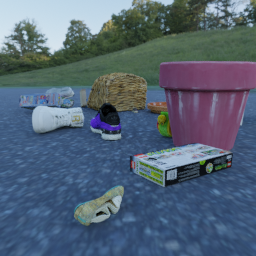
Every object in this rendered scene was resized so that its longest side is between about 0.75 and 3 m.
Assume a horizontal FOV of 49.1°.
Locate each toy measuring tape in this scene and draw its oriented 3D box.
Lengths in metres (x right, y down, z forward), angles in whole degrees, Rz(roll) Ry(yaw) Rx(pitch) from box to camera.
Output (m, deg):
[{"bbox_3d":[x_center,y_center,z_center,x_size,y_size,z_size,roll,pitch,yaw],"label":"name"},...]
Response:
[{"bbox_3d":[1.529,0.019,9.383,0.760,0.760,2.067,8,-9,36],"label":"toy measuring tape"}]

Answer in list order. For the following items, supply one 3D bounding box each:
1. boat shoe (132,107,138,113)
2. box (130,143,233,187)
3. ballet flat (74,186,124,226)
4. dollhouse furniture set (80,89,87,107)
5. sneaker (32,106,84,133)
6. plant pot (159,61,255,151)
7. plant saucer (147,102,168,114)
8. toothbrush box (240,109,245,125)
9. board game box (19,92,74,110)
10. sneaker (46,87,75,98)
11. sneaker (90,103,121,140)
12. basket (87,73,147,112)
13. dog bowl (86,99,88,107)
[{"bbox_3d":[0.379,-0.979,15.016,0.280,0.252,0.777,-1,11,-8],"label":"boat shoe"},{"bbox_3d":[1.151,0.705,5.929,1.985,0.345,1.092,-7,13,-34],"label":"box"},{"bbox_3d":[-0.320,1.119,3.994,0.350,0.350,0.991,8,13,37],"label":"ballet flat"},{"bbox_3d":[-1.722,-1.911,17.249,2.266,1.003,1.175,-4,-4,-20],"label":"dollhouse furniture set"},{"bbox_3d":[-2.367,-0.390,10.132,1.472,0.938,2.547,-2,9,5],"label":"sneaker"},{"bbox_3d":[2.114,-0.627,7.712,2.561,2.292,2.561,0,10,0],"label":"plant pot"},{"bbox_3d":[2.455,-1.070,14.990,2.850,0.460,2.850,0,10,0],"label":"plant saucer"},{"bbox_3d":[3.944,-0.936,12.166,1.861,1.084,2.542,9,11,14],"label":"toothbrush box"},{"bbox_3d":[-4.009,-1.293,14.544,2.247,0.694,2.249,-2,-8,36],"label":"board game box"},{"bbox_3d":[-3.694,-1.788,15.161,1.718,0.627,0.608,-1,-31,26],"label":"sneaker"},{"bbox_3d":[-0.727,-0.328,9.392,0.753,1.077,2.166,-5,13,-22],"label":"sneaker"},{"bbox_3d":[-0.653,-2.082,15.884,2.931,2.092,2.184,-8,14,-36],"label":"basket"},{"bbox_3d":[-2.554,-1.564,17.486,0.234,0.526,0.944,7,7,-27],"label":"dog bowl"}]
